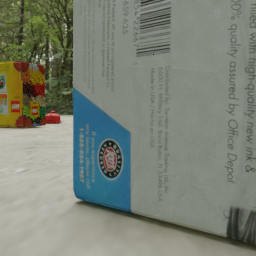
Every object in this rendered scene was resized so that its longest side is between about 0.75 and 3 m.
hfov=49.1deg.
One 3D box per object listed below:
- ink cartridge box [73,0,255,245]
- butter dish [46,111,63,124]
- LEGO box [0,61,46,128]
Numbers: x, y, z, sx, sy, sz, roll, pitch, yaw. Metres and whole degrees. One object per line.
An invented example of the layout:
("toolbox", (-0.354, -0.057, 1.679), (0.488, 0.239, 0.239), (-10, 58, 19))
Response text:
("ink cartridge box", (0.714, -0.163, 1.189), (2.047, 1.185, 0.683), (3, 3, 35))
("butter dish", (-3.288, -0.470, 12.276), (0.755, 0.560, 0.758), (-1, 3, 3))
("LEGO box", (-4.245, -1.096, 9.474), (2.767, 2.061, 1.068), (2, 6, 22))
